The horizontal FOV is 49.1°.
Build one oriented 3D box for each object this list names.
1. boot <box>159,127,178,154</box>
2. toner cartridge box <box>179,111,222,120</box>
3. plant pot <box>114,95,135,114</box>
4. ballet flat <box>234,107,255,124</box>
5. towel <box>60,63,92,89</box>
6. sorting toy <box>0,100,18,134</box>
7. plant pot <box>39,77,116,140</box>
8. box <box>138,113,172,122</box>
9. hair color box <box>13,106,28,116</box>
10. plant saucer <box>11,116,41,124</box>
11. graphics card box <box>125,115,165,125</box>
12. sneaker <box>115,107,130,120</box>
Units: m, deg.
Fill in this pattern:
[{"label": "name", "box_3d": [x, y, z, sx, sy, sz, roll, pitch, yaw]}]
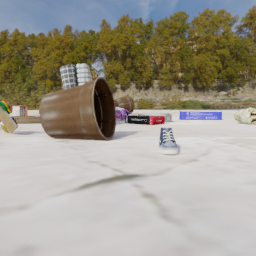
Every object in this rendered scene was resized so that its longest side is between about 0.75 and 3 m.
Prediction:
[{"label": "boot", "box_3d": [0.630, 0.192, 4.557, 0.304, 0.378, 0.836, 0, 5, -3]}, {"label": "toner cartridge box", "box_3d": [3.844, -0.685, 15.014, 2.112, 0.456, 1.003, 0, 5, 2]}, {"label": "plant pot", "box_3d": [-0.578, -1.856, 23.562, 1.667, 1.667, 1.651, 4, 14, 43]}, {"label": "ballet flat", "box_3d": [4.988, -0.414, 10.897, 1.875, 0.709, 0.599, -1, 26, 44]}, {"label": "towel", "box_3d": [-1.796, -1.154, 10.438, 1.123, 2.173, 2.625, -9, 4, -4]}, {"label": "sorting toy", "box_3d": [-3.044, -0.248, 7.134, 0.241, 0.687, 1.426, -41, 10, -34]}, {"label": "plant pot", "box_3d": [-1.113, -0.337, 6.222, 1.355, 1.369, 1.369, -7, 2, 16]}, {"label": "box", "box_3d": [1.212, -0.485, 13.044, 1.544, 0.373, 1.223, 0, 4, 4]}, {"label": "hair color box", "box_3d": [-5.994, -0.860, 15.530, 0.445, 0.737, 1.452, -3, 6, -35]}, {"label": "plant saucer", "box_3d": [-4.318, -0.388, 12.467, 2.021, 0.298, 2.021, 0, 4, 0]}, {"label": "graphics card box", "box_3d": [0.682, -0.344, 11.400, 1.409, 0.358, 0.884, 5, 8, 38]}, {"label": "sneaker", "box_3d": [-0.533, -0.701, 13.852, 0.845, 0.769, 1.912, 11, 8, 26]}]
